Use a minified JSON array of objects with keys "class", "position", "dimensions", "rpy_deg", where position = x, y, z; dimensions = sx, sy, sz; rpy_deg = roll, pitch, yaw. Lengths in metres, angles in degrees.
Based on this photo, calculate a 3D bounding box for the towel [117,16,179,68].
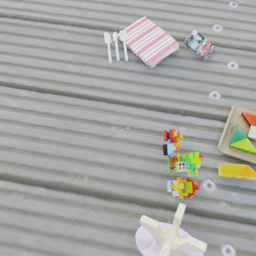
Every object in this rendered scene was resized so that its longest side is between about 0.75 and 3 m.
[{"class":"towel","position":[0.676,-3.022,9.799],"dimensions":[1.390,0.284,1.900],"rpy_deg":[-37,68,-16]}]

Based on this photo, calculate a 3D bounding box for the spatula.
[{"class":"spatula","position":[-0.369,-2.784,9.556],"dimensions":[0.789,0.091,1.135],"rpy_deg":[-7,78,-7]}]

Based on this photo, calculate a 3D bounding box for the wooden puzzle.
[{"class":"wooden puzzle","position":[3.721,0.252,8.104],"dimensions":[1.969,0.341,2.918],"rpy_deg":[14,63,15]}]

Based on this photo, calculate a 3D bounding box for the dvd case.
[{"class":"dvd case","position":[2.452,-2.823,9.563],"dimensions":[0.973,0.107,0.710],"rpy_deg":[39,71,-5]}]

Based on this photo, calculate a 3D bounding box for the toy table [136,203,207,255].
[{"class":"toy table","position":[0.930,2.528,6.295],"dimensions":[1.601,0.937,1.471],"rpy_deg":[9,47,11]}]

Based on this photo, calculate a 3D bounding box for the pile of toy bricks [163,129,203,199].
[{"class":"pile of toy bricks","position":[1.521,0.873,7.410],"dimensions":[0.938,1.054,1.900],"rpy_deg":[-8,73,20]}]
